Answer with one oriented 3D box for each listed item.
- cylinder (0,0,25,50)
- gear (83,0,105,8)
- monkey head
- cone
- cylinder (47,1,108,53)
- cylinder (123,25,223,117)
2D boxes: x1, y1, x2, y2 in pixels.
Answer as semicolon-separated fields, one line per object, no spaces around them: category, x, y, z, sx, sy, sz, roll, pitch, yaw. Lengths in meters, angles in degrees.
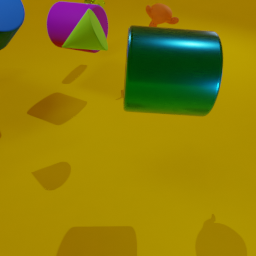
cylinder;-3.548;-2.835;7.215;1.358;1.358;1.358;-38;15;-36
gear;-1.324;-4.239;10.252;0.267;1.443;1.443;31;46;4
monkey head;0.990;-3.565;9.106;1.220;0.878;0.735;13;16;-23
cone;-1.026;-1.908;5.985;0.901;0.897;0.897;-20;39;13
cylinder;-1.492;-3.035;8.443;1.344;1.344;1.344;15;43;22
cylinder;0.597;-0.842;4.244;1.270;1.270;1.270;4;40;-2
